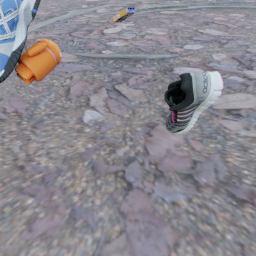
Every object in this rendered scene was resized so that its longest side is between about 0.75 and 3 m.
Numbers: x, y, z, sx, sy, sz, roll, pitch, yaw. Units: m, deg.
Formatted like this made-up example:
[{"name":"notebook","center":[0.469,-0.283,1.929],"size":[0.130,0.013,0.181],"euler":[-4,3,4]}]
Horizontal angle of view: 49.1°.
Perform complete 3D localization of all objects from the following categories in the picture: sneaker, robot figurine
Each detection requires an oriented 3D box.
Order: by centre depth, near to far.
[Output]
[{"name":"sneaker","center":[0.727,-0.345,3.884],"size":[0.582,1.330,0.491],"euler":[9,62,-12]},{"name":"sneaker","center":[-2.294,-1.857,5.156],"size":[0.824,2.140,0.810],"euler":[15,15,-34]},{"name":"robot figurine","center":[-1.797,-1.386,5.730],"size":[0.624,0.770,1.070],"euler":[24,64,37]}]

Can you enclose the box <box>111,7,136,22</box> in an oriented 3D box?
[{"name":"box","center":[-0.137,-4.505,11.150],"size":[0.970,0.201,0.577],"euler":[-15,9,38]}]
